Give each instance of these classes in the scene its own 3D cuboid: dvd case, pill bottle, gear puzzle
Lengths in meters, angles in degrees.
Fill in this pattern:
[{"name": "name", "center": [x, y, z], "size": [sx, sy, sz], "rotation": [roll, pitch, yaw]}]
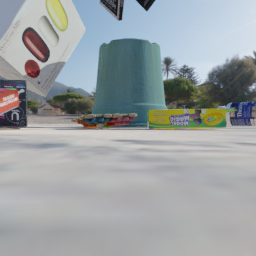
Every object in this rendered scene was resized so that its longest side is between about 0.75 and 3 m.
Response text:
[{"name": "dvd case", "center": [-0.351, -3.232, 6.356], "size": [0.153, 1.239, 0.931], "rotation": [-21, 54, -26]}, {"name": "pill bottle", "center": [5.254, -0.650, 13.150], "size": [1.990, 1.104, 1.104], "rotation": [0, 1, 35]}, {"name": "gear puzzle", "center": [-0.712, -0.098, 6.674], "size": [1.199, 0.303, 2.314], "rotation": [-2, -1, -20]}]

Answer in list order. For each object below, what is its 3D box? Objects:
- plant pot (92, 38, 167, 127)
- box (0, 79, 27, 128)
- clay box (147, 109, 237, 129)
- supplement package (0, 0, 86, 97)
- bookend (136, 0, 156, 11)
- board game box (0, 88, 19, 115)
[{"name": "plant pot", "center": [0.056, -1.400, 9.568], "size": [2.814, 2.756, 2.814], "rotation": [0, 0, 0]}, {"name": "box", "center": [-2.969, -0.490, 6.458], "size": [1.181, 1.025, 1.787], "rotation": [-2, 0, -23]}, {"name": "clay box", "center": [1.343, -0.195, 6.148], "size": [1.811, 0.431, 1.041], "rotation": [0, 1, 3]}, {"name": "supplement package", "center": [-3.165, -2.996, 8.259], "size": [2.163, 2.813, 2.942], "rotation": [25, -10, 14]}, {"name": "bookend", "center": [-0.256, -2.445, 3.825], "size": [1.318, 1.326, 0.611], "rotation": [5, -46, -52]}, {"name": "board game box", "center": [-2.384, -0.175, 2.511], "size": [2.354, 0.229, 1.212], "rotation": [0, 17, 3]}]
